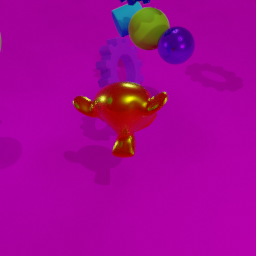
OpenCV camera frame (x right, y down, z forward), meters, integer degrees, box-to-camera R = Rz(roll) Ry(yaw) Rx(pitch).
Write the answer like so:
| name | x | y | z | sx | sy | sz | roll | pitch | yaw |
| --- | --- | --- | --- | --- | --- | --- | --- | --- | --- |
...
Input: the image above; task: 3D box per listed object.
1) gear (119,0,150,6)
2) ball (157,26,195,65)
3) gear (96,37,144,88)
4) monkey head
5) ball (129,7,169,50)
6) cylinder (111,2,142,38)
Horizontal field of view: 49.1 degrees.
| name | x | y | z | sx | sy | sz | roll | pitch | yaw |
| --- | --- | --- | --- | --- | --- | --- | --- | --- | --- |
| gear | 0.481 | -3.967 | 7.492 | 1.717 | 0.318 | 1.717 | -11 | 53 | 16 |
| ball | 1.301 | -2.230 | 7.595 | 1.008 | 1.008 | 1.008 | 0 | 41 | 0 |
| gear | -0.136 | -1.264 | 6.392 | 0.281 | 1.521 | 1.521 | 0 | 36 | 33 |
| monkey head | -0.103 | -0.182 | 5.032 | 1.760 | 1.061 | 1.266 | 0 | 64 | 21 |
| ball | 0.626 | -2.966 | 8.416 | 1.223 | 1.223 | 1.223 | 0 | 41 | 0 |
| cylinder | 0.034 | -3.982 | 10.257 | 1.000 | 1.000 | 1.000 | -24 | 44 | -2 |
